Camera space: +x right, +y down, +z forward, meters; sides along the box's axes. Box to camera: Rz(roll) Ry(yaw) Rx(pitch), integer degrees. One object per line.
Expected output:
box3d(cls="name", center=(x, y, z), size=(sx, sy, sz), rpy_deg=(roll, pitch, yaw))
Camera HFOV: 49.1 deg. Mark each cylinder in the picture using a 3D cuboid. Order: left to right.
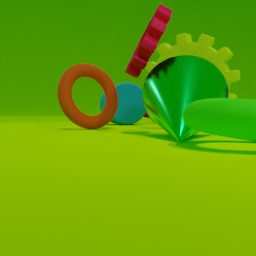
box3d(cls="cylinder", center=(-0.195, -0.827, 9.885), size=(1.392, 1.392, 1.392), rpy_deg=(-1, 3, -16))

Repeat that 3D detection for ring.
box3d(cls="ring", center=(-0.919, -0.763, 6.716), size=(1.608, 1.608, 0.322), rpy_deg=(-2, -8, -38))
box3d(cls="ring", center=(1.290, -0.045, 2.962), size=(1.418, 0.284, 1.418), rpy_deg=(10, -3, 0))

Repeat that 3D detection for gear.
box3d(cls="gear", center=(0.339, -1.477, 4.838), size=(0.231, 1.249, 1.249), rpy_deg=(26, -1, -8))
box3d(cls="gear", center=(1.372, -1.019, 6.281), size=(2.068, 2.068, 0.383), rpy_deg=(1, 12, 29))

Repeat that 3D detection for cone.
box3d(cls="cone", center=(0.775, -0.176, 4.018), size=(1.386, 1.386, 1.391), rpy_deg=(1, 29, 13))

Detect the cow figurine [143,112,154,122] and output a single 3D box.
box3d(cls="cow figurine", center=(0.986, -0.854, 11.939), size=(1.470, 0.807, 1.447), rpy_deg=(10, 28, -6))
